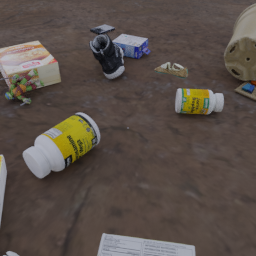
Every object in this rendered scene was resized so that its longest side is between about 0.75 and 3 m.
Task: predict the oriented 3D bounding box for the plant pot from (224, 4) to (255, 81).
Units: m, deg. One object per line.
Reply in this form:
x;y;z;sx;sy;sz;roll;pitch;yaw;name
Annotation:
4.872;-3.090;10.584;2.588;2.588;2.369;24;50;27;plant pot

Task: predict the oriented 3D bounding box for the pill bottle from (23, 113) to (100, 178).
-1.700;0.448;7.280;1.043;1.043;1.855;28;48;30;pill bottle

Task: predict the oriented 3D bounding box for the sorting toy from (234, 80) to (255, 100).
5.003;-1.266;10.013;1.428;0.257;1.917;-30;48;-31;sorting toy

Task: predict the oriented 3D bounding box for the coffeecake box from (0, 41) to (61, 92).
-3.962;-2.439;10.965;1.848;0.880;2.408;-21;43;-24;coffeecake box

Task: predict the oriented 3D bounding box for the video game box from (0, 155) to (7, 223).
-4.052;1.881;5.673;2.718;0.698;2.983;-6;39;-12;video game box

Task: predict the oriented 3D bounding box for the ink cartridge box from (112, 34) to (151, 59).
0.211;-3.701;12.731;1.612;0.616;1.100;16;41;21;ink cartridge box

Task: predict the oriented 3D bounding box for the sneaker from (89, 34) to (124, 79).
-0.851;-3.194;11.274;0.981;1.480;2.601;-23;41;10;sneaker

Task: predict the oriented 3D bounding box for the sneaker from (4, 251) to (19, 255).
-2.103;2.885;4.699;0.630;0.584;1.555;13;41;3;sneaker

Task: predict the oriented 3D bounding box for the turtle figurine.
-3.490;-1.374;9.526;0.967;1.344;1.304;48;64;-4;turtle figurine

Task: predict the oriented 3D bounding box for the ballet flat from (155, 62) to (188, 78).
1.081;-1.471;6.955;0.910;0.297;0.321;18;32;28;ballet flat

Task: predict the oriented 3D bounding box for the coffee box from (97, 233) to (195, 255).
0.208;2.666;4.203;1.454;1.452;1.438;5;39;6;coffee box

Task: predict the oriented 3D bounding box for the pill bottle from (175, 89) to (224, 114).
2.296;-0.851;9.074;1.428;0.805;0.805;3;39;3;pill bottle

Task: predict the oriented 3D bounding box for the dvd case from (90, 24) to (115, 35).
-1.366;-5.321;15.120;1.086;0.134;0.816;-32;48;-33;dvd case
